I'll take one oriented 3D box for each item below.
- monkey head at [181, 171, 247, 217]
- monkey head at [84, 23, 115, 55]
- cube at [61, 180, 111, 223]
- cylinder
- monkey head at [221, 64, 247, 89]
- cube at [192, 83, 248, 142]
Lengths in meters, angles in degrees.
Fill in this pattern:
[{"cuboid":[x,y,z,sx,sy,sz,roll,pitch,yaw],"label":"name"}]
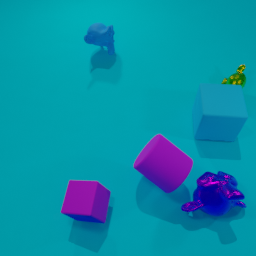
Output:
[{"cuboid":[2.267,1.738,6.899,1.808,1.090,1.301,0,15,-13],"label":"monkey head"},{"cuboid":[-0.984,-3.243,10.249,0.977,1.167,1.622,-2,25,16],"label":"monkey head"},{"cuboid":[-0.999,1.796,6.829,0.810,0.810,0.810,-2,59,23],"label":"cube"},{"cuboid":[0.874,0.887,7.039,1.083,1.083,1.083,38,62,-4],"label":"cylinder"},{"cuboid":[3.481,-1.538,9.335,0.847,0.710,1.178,30,87,35],"label":"monkey head"},{"cuboid":[2.673,-0.457,8.368,1.231,1.231,1.231,4,55,2],"label":"cube"}]
